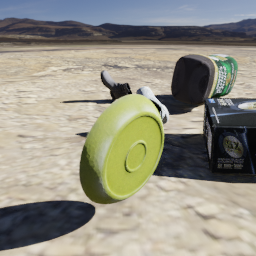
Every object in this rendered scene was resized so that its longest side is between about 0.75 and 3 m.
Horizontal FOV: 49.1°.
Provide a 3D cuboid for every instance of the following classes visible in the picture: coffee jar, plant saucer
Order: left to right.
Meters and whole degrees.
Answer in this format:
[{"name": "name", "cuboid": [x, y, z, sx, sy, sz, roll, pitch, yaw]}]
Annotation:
[{"name": "plant saucer", "cuboid": [0.033, 0.308, 3.362, 0.219, 1.412, 1.412, 22, 29, 36]}, {"name": "coffee jar", "cuboid": [2.617, -1.688, 9.429, 1.273, 1.557, 2.985, 22, 25, 32]}]

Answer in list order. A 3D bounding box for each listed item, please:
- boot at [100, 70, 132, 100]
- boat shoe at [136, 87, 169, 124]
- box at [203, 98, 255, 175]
[{"name": "boot", "cuboid": [-0.355, -1.518, 9.722, 0.836, 1.269, 0.443, 0, 49, 37]}, {"name": "boat shoe", "cuboid": [0.646, -0.416, 6.928, 0.499, 1.430, 0.509, -28, 47, 15]}, {"name": "box", "cuboid": [2.502, 0.060, 5.684, 1.769, 0.930, 2.161, 2, 19, 11]}]
